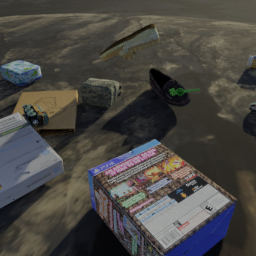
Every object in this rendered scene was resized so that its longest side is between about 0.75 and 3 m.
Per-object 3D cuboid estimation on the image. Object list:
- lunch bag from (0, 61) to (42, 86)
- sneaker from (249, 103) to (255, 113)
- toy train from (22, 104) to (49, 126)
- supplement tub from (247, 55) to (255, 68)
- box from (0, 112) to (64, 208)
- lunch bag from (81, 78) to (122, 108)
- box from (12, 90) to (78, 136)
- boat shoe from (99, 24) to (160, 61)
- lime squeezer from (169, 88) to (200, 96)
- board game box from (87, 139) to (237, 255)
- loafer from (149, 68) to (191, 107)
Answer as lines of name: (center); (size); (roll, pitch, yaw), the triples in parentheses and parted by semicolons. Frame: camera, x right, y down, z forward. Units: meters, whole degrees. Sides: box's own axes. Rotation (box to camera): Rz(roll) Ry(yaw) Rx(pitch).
lunch bag: (-5.106, -2.676, 13.452); (1.736, 0.716, 1.395); (22, 41, 29)
sneaker: (5.393, -0.763, 10.934); (1.202, 0.466, 0.479); (22, 32, 29)
toy train: (-3.303, -0.482, 9.940); (0.707, 0.528, 1.240); (-7, 31, -33)
supplement tub: (6.751, -3.422, 14.609); (0.874, 0.632, 0.632); (22, 40, 29)
box: (-3.591, 0.818, 8.195); (2.251, 0.594, 2.887); (-29, 48, -31)
lunch bag: (-1.092, -1.557, 11.578); (1.417, 0.987, 1.188); (10, 37, 14)
box: (-3.188, -0.659, 10.878); (2.394, 0.312, 2.929); (-4, 34, -5)
boat shoe: (0.052, -3.168, 11.117); (2.554, 0.848, 0.945); (-19, 27, 25)
lime squeezer: (1.939, -1.351, 10.509); (0.539, 0.288, 1.525); (1, 4, -36)
board game box: (0.660, 1.747, 6.491); (2.117, 1.286, 2.656); (-22, 40, -29)
loafer: (1.621, -1.754, 11.847); (0.944, 0.827, 2.625); (-34, 41, -7)
